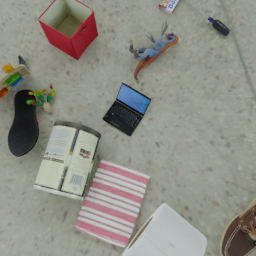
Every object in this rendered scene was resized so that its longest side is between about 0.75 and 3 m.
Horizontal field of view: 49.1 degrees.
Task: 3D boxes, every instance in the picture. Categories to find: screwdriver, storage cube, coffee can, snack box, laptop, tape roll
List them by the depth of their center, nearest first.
[{"bbox_3d":[0.996,3.649,8.364,1.601,2.332,2.332,39,77,11],"label":"tape roll"},{"bbox_3d":[-2.003,1.102,9.426,1.675,1.675,2.289,14,74,4],"label":"coffee can"},{"bbox_3d":[-0.064,-0.684,10.444,1.295,0.755,1.462,32,76,9],"label":"laptop"},{"bbox_3d":[-2.270,-3.935,10.964,1.755,1.577,1.500,32,76,10],"label":"storage cube"},{"bbox_3d":[3.226,-4.766,11.862,2.618,0.365,0.381,40,109,12],"label":"screwdriver"},{"bbox_3d":[2.014,-5.838,12.216,0.665,0.225,1.849,27,76,7],"label":"snack box"}]

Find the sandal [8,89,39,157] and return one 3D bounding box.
[{"bbox_3d":[-3.806,-0.180,10.455,1.052,0.631,2.800,-4,59,-7],"label":"sandal"}]

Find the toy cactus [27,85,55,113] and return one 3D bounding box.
[{"bbox_3d":[-3.176,-1.062,10.623,1.199,0.613,0.990,-37,102,-44],"label":"toy cactus"}]

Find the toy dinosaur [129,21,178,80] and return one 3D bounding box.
[{"bbox_3d":[1.093,-3.194,11.348,2.006,1.161,2.210,-7,115,-18],"label":"toy dinosaur"}]

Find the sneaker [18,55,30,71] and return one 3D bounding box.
[{"bbox_3d":[-4.266,-2.565,11.230,0.329,0.294,0.803,-28,76,-8],"label":"sneaker"}]

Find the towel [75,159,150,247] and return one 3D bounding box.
[{"bbox_3d":[-0.505,2.545,9.735,1.897,0.388,2.592,19,72,5],"label":"towel"}]

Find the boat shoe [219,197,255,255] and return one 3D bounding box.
[{"bbox_3d":[4.142,3.202,9.145,2.940,1.058,1.061,-42,78,-11],"label":"boat shoe"}]

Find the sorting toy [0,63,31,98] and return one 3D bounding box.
[{"bbox_3d":[-4.340,-1.525,9.773,1.988,2.668,0.357,-37,100,-9],"label":"sorting toy"}]
